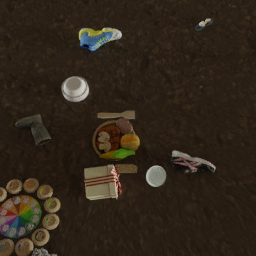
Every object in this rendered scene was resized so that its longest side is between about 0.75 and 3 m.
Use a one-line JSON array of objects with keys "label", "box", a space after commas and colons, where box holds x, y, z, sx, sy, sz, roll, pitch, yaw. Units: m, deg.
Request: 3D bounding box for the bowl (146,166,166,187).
[{"label": "bowl", "box": [0.985, 1.766, 10.379, 0.771, 0.346, 0.771, 1, 88, -16]}]

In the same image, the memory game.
[{"label": "memory game", "box": [-3.736, 2.959, 9.607, 2.816, 0.179, 2.816, 3, 51, -4]}]

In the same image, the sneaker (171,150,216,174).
[{"label": "sneaker", "box": [2.388, 1.436, 10.543, 1.677, 0.674, 0.724, 18, 83, 13]}]

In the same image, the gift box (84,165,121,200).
[{"label": "gift box", "box": [-0.863, 1.960, 9.843, 1.188, 1.272, 1.174, -7, 76, -3]}]

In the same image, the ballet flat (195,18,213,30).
[{"label": "ballet flat", "box": [3.739, -5.132, 13.723, 0.991, 0.362, 0.362, -27, 67, -12]}]

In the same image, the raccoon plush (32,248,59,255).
[{"label": "raccoon plush", "box": [-3.073, 4.557, 8.485, 2.236, 1.498, 1.082, -40, 71, -17]}]

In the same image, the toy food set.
[{"label": "toy food set", "box": [-0.477, 0.418, 10.978, 1.840, 0.535, 2.666, -2, 65, -1]}]

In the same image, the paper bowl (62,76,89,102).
[{"label": "paper bowl", "box": [-2.270, -1.726, 11.979, 1.119, 0.582, 1.119, 0, 63, 1]}]

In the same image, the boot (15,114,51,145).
[{"label": "boot", "box": [-3.799, 0.147, 11.217, 1.144, 0.457, 1.258, -21, 73, -8]}]

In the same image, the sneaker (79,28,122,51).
[{"label": "sneaker", "box": [-1.314, -4.053, 13.078, 2.006, 0.760, 1.054, 3, 77, 9]}]
